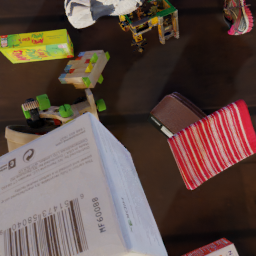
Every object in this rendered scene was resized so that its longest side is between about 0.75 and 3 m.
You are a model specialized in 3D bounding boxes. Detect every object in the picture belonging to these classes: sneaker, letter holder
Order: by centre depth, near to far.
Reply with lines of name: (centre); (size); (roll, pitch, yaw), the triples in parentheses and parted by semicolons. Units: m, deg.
sneaker: (-0.591, -3.127, 6.278); (1.893, 0.756, 1.232); (-23, 77, 1)
letter holder: (1.685, -0.162, 7.825); (1.869, 0.940, 1.328); (43, 81, 7)
sneaker: (3.178, -3.758, 8.553); (0.692, 0.747, 1.854); (-18, 81, -1)

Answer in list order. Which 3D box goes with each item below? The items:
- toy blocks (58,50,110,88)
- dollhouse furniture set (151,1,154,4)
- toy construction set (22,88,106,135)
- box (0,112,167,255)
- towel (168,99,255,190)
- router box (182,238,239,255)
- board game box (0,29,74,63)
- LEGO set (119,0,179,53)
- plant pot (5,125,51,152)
toy blocks: (-1.316, -1.700, 8.118); (1.077, 0.787, 1.575); (2, 51, 25)
dollhouse furniture set: (0.530, -4.813, 9.026); (1.513, 0.739, 1.290); (40, 93, 35)
toy construction set: (-1.317, 0.252, 7.388); (2.124, 2.306, 2.765); (-21, 105, -19)
box: (-0.990, 1.544, 5.073); (2.435, 2.096, 2.447); (-26, 57, 9)
towel: (1.825, 0.351, 5.799); (1.825, 0.205, 1.320); (-28, 109, -8)
router box: (1.978, 4.766, 7.047); (2.653, 0.722, 2.956); (-21, 81, -4)
board game box: (-2.625, -2.368, 8.194); (1.873, 0.951, 0.446); (-7, 82, -1)
LEGO set: (0.677, -3.064, 8.469); (1.858, 1.076, 1.429); (-29, 52, -8)
plant pot: (-2.617, 0.635, 7.586); (1.393, 1.393, 1.209); (9, 97, 2)
